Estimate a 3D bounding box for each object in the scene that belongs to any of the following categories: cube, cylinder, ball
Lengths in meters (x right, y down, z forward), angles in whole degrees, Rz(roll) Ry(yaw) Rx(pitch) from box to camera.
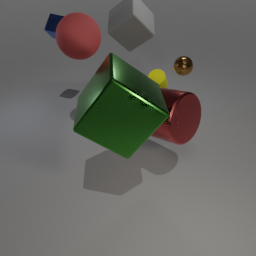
[{"bbox_3d":[-0.183,-0.479,6.044,1.400,1.400,1.400,29,28,-23],"label":"cube"},{"bbox_3d":[-2.638,-3.837,10.718,0.700,0.700,0.700,18,-4,15],"label":"cube"},{"bbox_3d":[0.141,-4.373,11.699,1.400,1.400,1.400,-23,52,34],"label":"cube"},{"bbox_3d":[1.047,-0.379,7.714,1.400,1.400,1.400,-27,30,-35],"label":"cylinder"},{"bbox_3d":[1.988,-2.227,10.058,0.700,0.700,0.700,0,33,0],"label":"ball"},{"bbox_3d":[1.205,-1.899,11.314,0.700,0.700,0.700,-5,70,14],"label":"cylinder"},{"bbox_3d":[-1.534,-2.843,8.717,1.400,1.400,1.400,0,33,0],"label":"ball"}]
